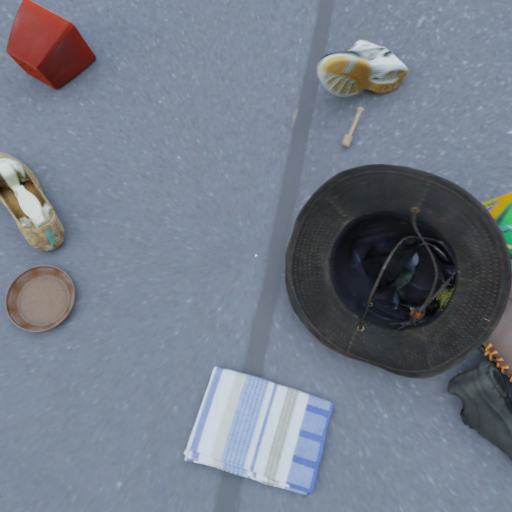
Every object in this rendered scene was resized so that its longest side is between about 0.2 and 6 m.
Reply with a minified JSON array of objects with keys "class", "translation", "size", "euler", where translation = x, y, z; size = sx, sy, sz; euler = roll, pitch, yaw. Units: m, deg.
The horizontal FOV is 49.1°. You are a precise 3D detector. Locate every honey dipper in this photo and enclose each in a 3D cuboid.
[{"class":"honey dipper","translation":[2.182,-2.914,12.581],"size":[0.184,0.184,0.969],"euler":[22,85,8]}]

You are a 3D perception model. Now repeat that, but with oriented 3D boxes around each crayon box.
[{"class":"crayon box","translation":[4.366,-0.423,10.820],"size":[0.597,2.050,1.218],"euler":[39,73,-6]}]

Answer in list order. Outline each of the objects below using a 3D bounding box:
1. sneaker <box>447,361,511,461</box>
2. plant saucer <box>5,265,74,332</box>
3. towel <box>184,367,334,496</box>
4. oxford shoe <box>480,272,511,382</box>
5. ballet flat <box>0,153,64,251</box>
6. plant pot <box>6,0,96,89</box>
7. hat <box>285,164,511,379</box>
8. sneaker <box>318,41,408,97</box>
[{"class":"sneaker","translation":[4.364,3.009,10.296],"size":[1.010,0.845,2.226],"euler":[-30,88,35]},{"class":"plant saucer","translation":[-4.335,0.876,11.328],"size":[1.386,0.254,1.386],"euler":[0,71,0]},{"class":"towel","translation":[0.069,3.238,10.454],"size":[2.469,0.294,1.813],"euler":[16,69,4]},{"class":"oxford shoe","translation":[4.875,1.966,10.384],"size":[1.337,1.308,3.668],"euler":[-2,56,6]},{"class":"ballet flat","translation":[-4.946,-1.365,11.760],"size":[1.000,0.926,2.836],"euler":[-36,74,-24]},{"class":"plant pot","translation":[-4.807,-4.724,12.852],"size":[1.418,1.419,1.251],"euler":[31,84,11]},{"class":"hat","translation":[2.677,0.188,10.642],"size":[4.087,1.649,4.087],"euler":[3,97,29]},{"class":"sneaker","translation":[2.206,-4.274,12.572],"size":[2.553,0.966,1.119],"euler":[-9,60,-38]}]
